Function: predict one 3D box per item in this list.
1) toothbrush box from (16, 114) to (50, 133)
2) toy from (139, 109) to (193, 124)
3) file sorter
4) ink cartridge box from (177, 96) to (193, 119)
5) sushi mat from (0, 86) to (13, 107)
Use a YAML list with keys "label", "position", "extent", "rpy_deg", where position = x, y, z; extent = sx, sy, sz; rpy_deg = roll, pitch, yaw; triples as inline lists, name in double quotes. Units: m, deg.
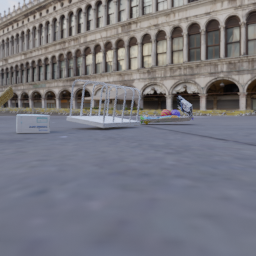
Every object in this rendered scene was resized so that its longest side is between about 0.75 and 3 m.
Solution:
- label: "toothbrush box"
  position: [-2.251, -0.107, 6.599]
  extent: [0.716, 0.417, 0.978]
  rpy_deg: [0, 4, -21]
- label: "toy"
  position: [1.491, -0.476, 11.237]
  extent: [2.058, 0.486, 1.185]
  rpy_deg: [-6, -5, 5]
- label: "file sorter"
  position: [-0.627, -0.723, 8.460]
  extent: [1.351, 1.212, 1.947]
  rpy_deg: [11, 8, 31]
- label: "ink cartridge box"
  position: [2.412, -0.809, 11.832]
  extent: [0.189, 0.870, 0.862]
  rpy_deg: [-31, 45, -12]
- label: "sushi mat"
  position: [-2.288, -0.305, 4.669]
  extent: [0.059, 0.978, 0.468]
  rpy_deg: [40, -25, -4]
